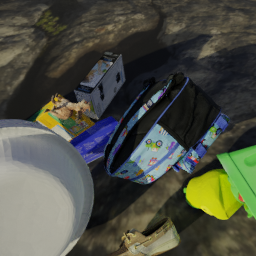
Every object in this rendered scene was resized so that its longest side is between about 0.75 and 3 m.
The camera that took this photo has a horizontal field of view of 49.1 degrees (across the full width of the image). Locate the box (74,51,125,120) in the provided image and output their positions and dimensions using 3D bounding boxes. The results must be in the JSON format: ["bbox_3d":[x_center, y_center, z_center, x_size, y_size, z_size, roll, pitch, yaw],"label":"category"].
[{"bbox_3d":[-0.837,-1.383,9.019,0.603,1.170,2.006,17,54,21],"label":"box"}]

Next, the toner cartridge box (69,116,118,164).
[{"bbox_3d":[-1.030,0.408,7.828,1.962,0.424,0.932,-25,47,-25],"label":"toner cartridge box"}]

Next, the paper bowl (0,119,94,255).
[{"bbox_3d":[-1.931,1.319,4.793,2.813,2.813,1.463,-22,20,-23],"label":"paper bowl"}]

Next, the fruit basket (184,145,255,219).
[{"bbox_3d":[2.299,1.416,5.713,2.325,2.325,1.677,-11,49,-12],"label":"fruit basket"}]

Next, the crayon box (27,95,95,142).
[{"bbox_3d":[-1.649,-0.133,6.763,1.576,0.991,0.406,-30,36,28],"label":"crayon box"}]

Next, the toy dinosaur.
[{"bbox_3d":[-0.949,-0.260,4.321,0.530,0.783,0.336,29,68,-28],"label":"toy dinosaur"}]

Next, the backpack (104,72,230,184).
[{"bbox_3d":[0.677,0.223,6.651,2.667,1.794,2.435,-53,14,-2],"label":"backpack"}]

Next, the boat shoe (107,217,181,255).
[{"bbox_3d":[0.173,2.240,5.422,1.794,0.664,0.596,-12,80,-30],"label":"boat shoe"}]
